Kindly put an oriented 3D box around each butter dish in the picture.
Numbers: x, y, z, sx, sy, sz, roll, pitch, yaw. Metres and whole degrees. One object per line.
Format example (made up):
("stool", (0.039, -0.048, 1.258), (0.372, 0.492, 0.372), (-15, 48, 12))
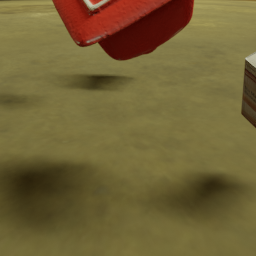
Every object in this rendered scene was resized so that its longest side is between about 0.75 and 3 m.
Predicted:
("butter dish", (0.101, -1.874, 4.543), (2.117, 1.569, 2.123), (-31, 50, 2))

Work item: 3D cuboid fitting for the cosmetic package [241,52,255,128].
("cosmetic package", (2.323, -0.582, 4.567), (0.595, 1.365, 0.705), (-28, 49, -3))
